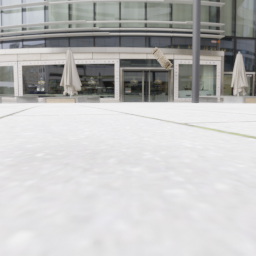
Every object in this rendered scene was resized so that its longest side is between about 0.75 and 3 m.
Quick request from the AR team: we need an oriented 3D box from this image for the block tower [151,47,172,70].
[{"bbox_3d":[0.977,-2.054,8.228,0.238,0.222,0.824,16,35,-46],"label":"block tower"}]
